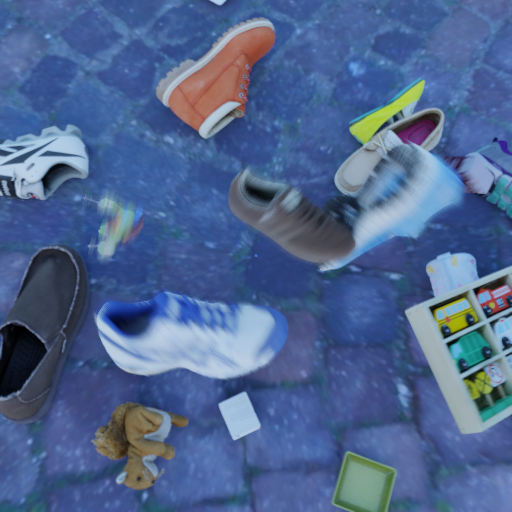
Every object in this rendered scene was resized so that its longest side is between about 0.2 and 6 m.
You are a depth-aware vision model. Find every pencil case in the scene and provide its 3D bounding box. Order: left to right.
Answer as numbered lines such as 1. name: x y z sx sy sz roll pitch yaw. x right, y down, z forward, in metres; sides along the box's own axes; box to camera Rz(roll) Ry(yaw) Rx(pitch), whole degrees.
1. pencil case: 3.853 1.096 10.511 1.028 0.942 2.266 15 60 -39

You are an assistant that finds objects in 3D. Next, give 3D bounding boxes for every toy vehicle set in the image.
1. toy vehicle set: 4.404 1.409 9.839 3.480 0.461 2.162 -16 76 -30

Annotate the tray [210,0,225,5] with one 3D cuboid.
1. tray: -0.747 -7.192 14.345 1.078 0.223 2.008 33 72 14

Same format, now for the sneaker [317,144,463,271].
1. sneaker: 2.285 -0.557 10.095 1.525 3.391 1.329 14 60 -26

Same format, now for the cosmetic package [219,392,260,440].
1. cosmetic package: -0.298 2.874 10.035 0.533 0.532 0.646 -23 70 -10

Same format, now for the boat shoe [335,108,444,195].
1. boat shoe: 2.855 -2.305 11.926 2.773 0.959 1.022 -36 73 -13

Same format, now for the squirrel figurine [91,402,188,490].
1. squirrel figurine: -2.095 3.305 9.768 1.415 1.001 1.320 11 78 20

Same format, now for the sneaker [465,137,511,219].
1. sneaker: 5.735 -1.294 11.469 1.337 1.137 3.055 -37 72 -19

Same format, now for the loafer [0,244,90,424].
1. loafer: -3.966 1.281 10.314 1.254 1.219 3.434 4 68 2

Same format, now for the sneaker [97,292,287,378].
1. sneaker: -1.142 1.295 9.682 3.320 1.463 1.250 -8 49 6

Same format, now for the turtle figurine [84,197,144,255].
1. turtle figurine: -2.781 -0.532 10.220 1.250 1.212 0.899 -27 81 -33

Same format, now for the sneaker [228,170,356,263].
1. sneaker: 0.582 -0.642 9.240 2.331 0.880 0.821 24 62 8

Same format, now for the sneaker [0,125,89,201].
1. sneaker: -4.953 -1.669 11.585 3.015 1.117 1.334 -22 67 -8

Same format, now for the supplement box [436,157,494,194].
1. supplement box: 3.769 -1.552 10.727 0.692 1.271 0.387 36 78 -33

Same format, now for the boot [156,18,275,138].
1. boot: -0.511 -3.974 12.627 3.138 1.177 1.682 -41 80 -10

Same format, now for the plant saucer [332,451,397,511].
1. plant saucer: 1.866 4.012 9.736 0.925 0.222 0.926 19 69 8

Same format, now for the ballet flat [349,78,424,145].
1. ballet flat: 3.028 -3.164 12.528 2.080 0.695 0.697 -34 93 -10
